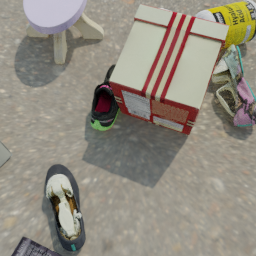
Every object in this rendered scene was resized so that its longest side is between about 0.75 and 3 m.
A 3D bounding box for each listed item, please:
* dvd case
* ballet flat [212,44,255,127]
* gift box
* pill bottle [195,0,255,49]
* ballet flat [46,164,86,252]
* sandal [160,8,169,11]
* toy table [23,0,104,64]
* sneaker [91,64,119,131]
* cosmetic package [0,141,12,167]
[{"bbox_3d":[-1.703,3.788,6.015,2.559,0.204,1.903,21,63,11],"label":"dvd case"},{"bbox_3d":[3.178,-1.336,8.550,1.047,1.017,2.943,-14,60,15],"label":"ballet flat"},{"bbox_3d":[1.041,-1.560,7.749,2.571,2.787,2.602,20,78,7],"label":"gift box"},{"bbox_3d":[3.006,-3.311,9.347,2.439,1.357,1.357,-17,62,-8],"label":"pill bottle"},{"bbox_3d":[-1.546,1.788,6.808,0.839,0.839,2.297,-17,62,-9],"label":"ballet flat"},{"bbox_3d":[1.426,-3.855,10.057,2.196,0.629,0.841,39,68,19],"label":"sandal"},{"bbox_3d":[-2.219,-3.791,9.387,2.742,1.747,2.983,13,62,7],"label":"toy table"},{"bbox_3d":[-0.499,-1.033,8.282,0.882,0.963,2.299,10,61,5],"label":"sneaker"},{"bbox_3d":[-4.437,0.100,7.466,2.505,1.318,0.890,34,66,16],"label":"cosmetic package"}]
